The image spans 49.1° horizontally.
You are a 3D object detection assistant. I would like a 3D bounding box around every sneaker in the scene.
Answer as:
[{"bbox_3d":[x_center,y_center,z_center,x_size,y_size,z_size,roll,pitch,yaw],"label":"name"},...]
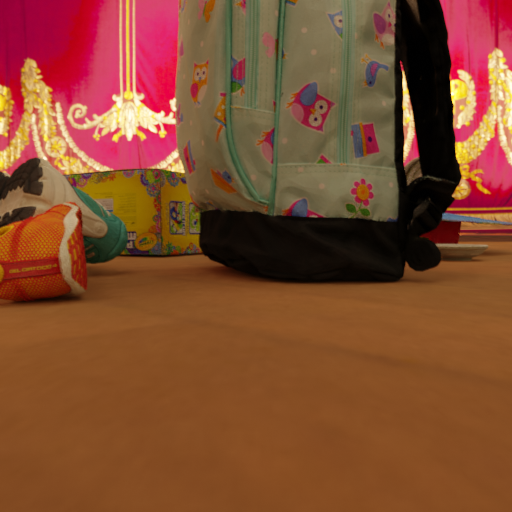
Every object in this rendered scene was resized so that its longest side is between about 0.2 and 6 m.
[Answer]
[{"bbox_3d":[-1.770,-0.071,4.490,0.784,0.742,2.033,-5,3,-16],"label":"sneaker"},{"bbox_3d":[-2.699,-0.250,6.845,1.310,1.275,3.290,29,-15,-35],"label":"sneaker"}]

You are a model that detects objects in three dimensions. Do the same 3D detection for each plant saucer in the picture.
[{"bbox_3d":[2.885,-1.209,9.487,0.958,0.958,0.240,2,4,40],"label":"plant saucer"},{"bbox_3d":[3.044,-0.052,8.644,0.991,0.249,0.991,0,4,0],"label":"plant saucer"}]

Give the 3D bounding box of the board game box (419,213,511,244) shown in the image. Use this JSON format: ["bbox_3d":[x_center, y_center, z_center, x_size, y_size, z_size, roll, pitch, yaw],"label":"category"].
[{"bbox_3d":[2.876,-0.501,11.841,3.828,0.943,4.845,4,8,-6],"label":"board game box"}]

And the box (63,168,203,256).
[{"bbox_3d":[-2.102,-0.790,10.765,2.445,1.492,2.355,1,3,28],"label":"box"}]

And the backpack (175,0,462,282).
[{"bbox_3d":[0.357,-1.759,6.038,2.470,3.903,3.257,-1,4,-24],"label":"backpack"}]
